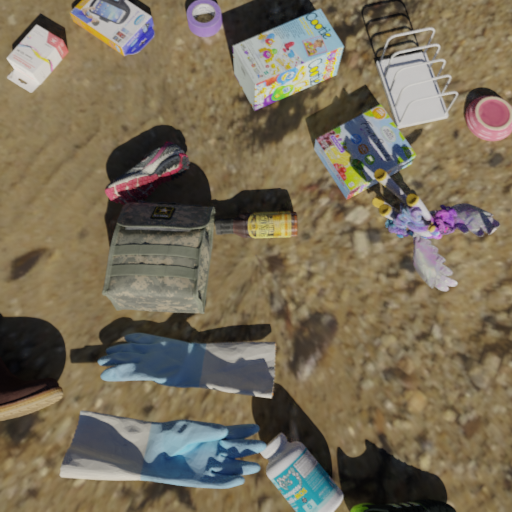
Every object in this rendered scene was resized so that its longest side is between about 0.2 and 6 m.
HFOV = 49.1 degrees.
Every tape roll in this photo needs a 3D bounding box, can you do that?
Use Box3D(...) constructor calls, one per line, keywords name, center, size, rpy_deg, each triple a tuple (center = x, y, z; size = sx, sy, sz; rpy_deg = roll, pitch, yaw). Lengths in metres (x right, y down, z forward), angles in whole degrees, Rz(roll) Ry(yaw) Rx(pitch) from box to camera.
Box3D(name="tape roll", center=(-1.144, -5.264, 12.400), size=(0.756, 0.321, 0.756), rpy_deg=(0, 74, -1))

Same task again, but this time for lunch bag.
Box3D(name="lunch bag", center=(-1.737, -0.100, 10.483), size=(1.761, 1.262, 2.147), rpy_deg=(3, 66, 3))

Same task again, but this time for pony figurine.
Box3D(name="pony figurine", center=(3.024, -0.578, 9.998), size=(1.635, 1.963, 1.895), rpy_deg=(-52, 39, 13))

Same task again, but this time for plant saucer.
Box3D(name="plant saucer", center=(4.958, -2.938, 11.776), size=(1.047, 0.265, 1.047), rpy_deg=(0, 75, 0))

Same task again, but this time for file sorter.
Box3D(name="file sorter", center=(3.331, -3.684, 11.603), size=(1.124, 1.008, 1.619), rpy_deg=(-13, 75, -3))

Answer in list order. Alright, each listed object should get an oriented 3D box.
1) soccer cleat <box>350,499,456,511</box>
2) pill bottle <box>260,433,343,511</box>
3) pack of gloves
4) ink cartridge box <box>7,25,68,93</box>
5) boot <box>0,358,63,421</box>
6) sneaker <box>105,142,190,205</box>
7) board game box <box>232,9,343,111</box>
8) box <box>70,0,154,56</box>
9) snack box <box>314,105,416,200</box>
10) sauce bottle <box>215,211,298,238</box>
Box3D(name="soccer cleat", center=(2.520, 4.467, 9.437), size=(1.851, 0.750, 0.625), rpy_deg=(-1, 74, 0))
Box3D(name="pill bottle", center=(0.728, 3.781, 9.597), size=(0.816, 0.816, 1.473), rpy_deg=(-39, 77, -10))
Box3D(name="pack of gloves", center=(-1.363, 2.375, 9.428), size=(3.273, 0.646, 2.750), rpy_deg=(2, 48, 4))
Box3D(name="ink cartridge box", center=(-4.773, -4.233, 12.052), size=(0.742, 0.430, 1.273), rpy_deg=(31, 77, 8))
Box3D(name="boot", center=(-5.003, 1.789, 10.036), size=(2.865, 1.036, 2.383), rpy_deg=(-11, 76, 0))
Box3D(name="sneaker", center=(-2.220, -1.644, 11.244), size=(1.768, 0.713, 0.660), rpy_deg=(-31, 61, -16))
Box3D(name="board game box", center=(0.639, -4.067, 11.686), size=(2.005, 1.033, 1.051), rpy_deg=(-25, 76, -7))
Box3D(name="box", center=(-3.108, -5.184, 12.366), size=(1.728, 0.358, 1.029), rpy_deg=(35, 77, 11))
Box3D(name="snack box", center=(2.194, -2.122, 11.403), size=(1.582, 0.536, 1.335), rpy_deg=(-29, 76, -8))
Box3D(name="sauce bottle", center=(0.012, -0.588, 10.990), size=(1.612, 0.532, 0.532), rpy_deg=(-4, 74, 1))
